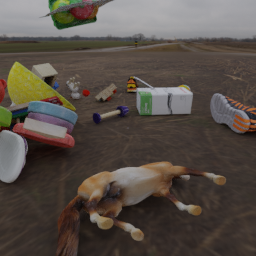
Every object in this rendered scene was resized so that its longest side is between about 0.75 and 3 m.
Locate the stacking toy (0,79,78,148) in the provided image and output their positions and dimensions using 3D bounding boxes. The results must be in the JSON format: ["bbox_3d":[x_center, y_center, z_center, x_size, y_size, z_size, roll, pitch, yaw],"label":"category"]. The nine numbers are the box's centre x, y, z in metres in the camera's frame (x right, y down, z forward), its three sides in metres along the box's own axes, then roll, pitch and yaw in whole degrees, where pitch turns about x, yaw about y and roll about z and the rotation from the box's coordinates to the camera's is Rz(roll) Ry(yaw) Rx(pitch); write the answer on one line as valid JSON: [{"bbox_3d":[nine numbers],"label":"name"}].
[{"bbox_3d":[-2.437,-0.531,6.230,2.889,1.220,2.616,16,-12,-15],"label":"stacking toy"}]

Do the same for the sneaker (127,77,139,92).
[{"bbox_3d":[0.258,-2.340,14.621,0.572,0.736,1.635,1,19,4],"label":"sneaker"}]

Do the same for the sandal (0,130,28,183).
[{"bbox_3d":[-2.526,0.539,6.256,0.542,0.897,2.205,27,2,-35],"label":"sandal"}]

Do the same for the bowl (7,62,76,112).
[{"bbox_3d":[-2.994,-0.858,8.966,2.353,1.266,2.353,38,-6,5],"label":"bowl"}]

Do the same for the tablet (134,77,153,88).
[{"bbox_3d":[0.906,-2.282,14.490,1.267,0.086,0.824,27,9,-23],"label":"tablet"}]

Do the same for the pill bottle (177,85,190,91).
[{"bbox_3d":[2.463,-1.622,12.687,0.606,0.606,1.091,9,20,24],"label":"pill bottle"}]

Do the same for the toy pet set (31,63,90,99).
[{"bbox_3d":[-3.457,-1.478,12.077,2.613,1.388,2.440,-24,65,-45],"label":"toy pet set"}]

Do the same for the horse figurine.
[{"bbox_3d":[0.089,1.055,4.478,2.863,0.715,1.898,-15,12,-24],"label":"horse figurine"}]

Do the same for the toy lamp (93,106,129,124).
[{"bbox_3d":[-0.560,-0.493,9.697,1.429,0.416,0.416,-17,25,-41],"label":"toy lamp"}]

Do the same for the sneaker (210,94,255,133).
[{"bbox_3d":[3.677,-0.458,9.120,1.296,0.898,2.314,0,29,-14],"label":"sneaker"}]

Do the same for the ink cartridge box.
[{"bbox_3d":[1.336,-1.044,10.660,1.915,0.807,1.399,-1,19,-3],"label":"ink cartridge box"}]

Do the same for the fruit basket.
[{"bbox_3d":[-1.811,-4.482,10.224,2.452,1.241,2.647,-23,16,-25],"label":"fruit basket"}]

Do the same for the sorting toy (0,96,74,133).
[{"bbox_3d":[-2.911,-0.144,7.751,2.814,0.476,1.357,-14,-18,0],"label":"sorting toy"}]

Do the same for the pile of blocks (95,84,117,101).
[{"bbox_3d":[-0.954,-1.435,12.568,0.496,0.656,1.597,45,36,-1],"label":"pile of blocks"}]
